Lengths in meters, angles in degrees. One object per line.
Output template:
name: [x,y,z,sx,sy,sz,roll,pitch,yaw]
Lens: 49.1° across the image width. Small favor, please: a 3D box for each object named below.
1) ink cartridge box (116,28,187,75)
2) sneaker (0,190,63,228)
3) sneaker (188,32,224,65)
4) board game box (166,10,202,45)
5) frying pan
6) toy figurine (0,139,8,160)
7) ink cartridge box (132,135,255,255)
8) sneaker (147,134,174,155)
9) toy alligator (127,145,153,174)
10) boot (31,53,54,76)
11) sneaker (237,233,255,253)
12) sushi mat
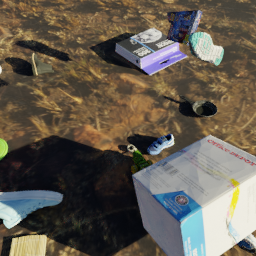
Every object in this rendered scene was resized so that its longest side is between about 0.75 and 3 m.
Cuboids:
ink cartridge box: [1.279,-4.228,15.130,2.826,0.619,2.853,-31,56,-26]
sneaker: [-3.394,2.555,8.805,2.637,0.975,1.080,-2,74,-6]
sneaker: [2.291,-2.513,8.965,0.881,0.749,1.931,24,6,39]
board game box: [2.330,-4.580,12.478,1.483,1.484,0.458,29,23,32]
frying pan: [3.011,-0.885,12.257,1.752,0.285,1.060,11,47,13]
toy figurine: [-5.453,0.221,10.287,1.361,1.668,1.813,-26,52,-22]
ink cartridge box: [2.066,2.006,7.915,2.998,2.168,2.207,-24,31,-20]
sneaker: [1.242,0.598,10.732,1.221,0.502,0.451,-29,56,-22]
toy alligator: [0.489,1.324,10.014,0.768,0.557,2.317,-19,50,-17]
boot: [-4.391,-3.270,14.353,1.008,0.565,1.458,-9,61,-14]
sneaker: [3.350,3.173,8.463,0.551,0.476,1.271,-16,44,-44]
sushi mat: [-2.874,4.046,7.790,1.004,0.127,2.099,-4,47,-4]
